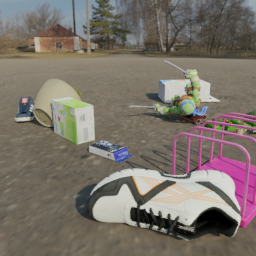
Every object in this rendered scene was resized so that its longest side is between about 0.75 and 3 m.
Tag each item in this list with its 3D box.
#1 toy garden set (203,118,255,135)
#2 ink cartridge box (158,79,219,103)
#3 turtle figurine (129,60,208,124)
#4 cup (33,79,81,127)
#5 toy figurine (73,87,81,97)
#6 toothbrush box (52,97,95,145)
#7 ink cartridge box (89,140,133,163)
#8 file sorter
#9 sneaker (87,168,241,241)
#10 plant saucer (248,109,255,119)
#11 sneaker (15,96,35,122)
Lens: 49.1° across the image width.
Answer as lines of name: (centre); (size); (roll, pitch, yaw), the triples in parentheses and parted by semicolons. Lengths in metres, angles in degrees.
toy garden set: (3.856, -0.117, 9.703); (1.927, 0.385, 1.606); (-3, 18, -8)
ink cartridge box: (3.128, -1.938, 14.465); (2.865, 0.972, 1.650); (-2, 18, -5)
turtle figurine: (1.901, -1.439, 11.017); (2.788, 2.006, 2.703); (18, 13, 12)
cup: (-2.670, -0.731, 10.070); (1.692, 1.692, 1.210); (9, 45, 27)
toy figurine: (-2.962, -1.502, 13.674); (0.702, 0.618, 1.173); (-30, 4, 46)
toothbrush box: (-1.761, -0.269, 8.927); (0.679, 1.149, 1.578); (-13, 23, -36)
ink cartridge box: (-0.472, 0.622, 7.674); (1.164, 0.228, 0.579); (15, 22, 36)
file sorter: (2.133, 0.598, 5.754); (1.576, 1.422, 2.268); (15, 23, 41)
sneaker: (0.567, 1.264, 4.534); (2.542, 0.937, 1.017); (-5, 32, 3)
plant saucer: (6.094, -0.442, 10.683); (2.761, 0.429, 2.761); (-1, 17, 0)
sneaker: (-4.113, -0.810, 11.189); (0.720, 0.812, 1.921); (-4, 18, -12)
